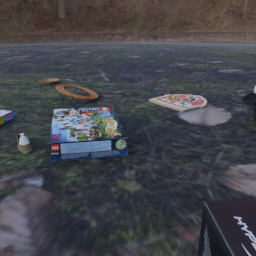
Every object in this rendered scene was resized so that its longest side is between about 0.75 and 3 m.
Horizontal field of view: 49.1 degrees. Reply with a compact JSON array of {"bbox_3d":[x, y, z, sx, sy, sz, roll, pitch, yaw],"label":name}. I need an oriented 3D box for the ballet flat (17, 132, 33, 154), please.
[{"bbox_3d":[-2.691,0.336,7.223,0.335,0.357,0.988,-10,23,-24],"label":"ballet flat"}]

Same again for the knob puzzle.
[{"bbox_3d":[2.241,-1.184,11.306,2.321,0.322,2.321,0,20,0],"label":"knob puzzle"}]

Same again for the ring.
[{"bbox_3d":[-2.132,-1.485,11.739,1.783,0.171,1.783,14,21,-5],"label":"ring"}]

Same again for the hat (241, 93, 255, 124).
[{"bbox_3d":[4.399,-0.393,8.607,1.920,0.775,1.920,5,30,-3],"label":"hat"}]

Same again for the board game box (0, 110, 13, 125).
[{"bbox_3d":[-4.507,-0.269,8.945,1.012,0.267,1.322,6,21,15],"label":"board game box"}]

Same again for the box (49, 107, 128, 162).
[{"bbox_3d":[-1.159,0.046,7.773,1.839,0.507,2.692,-4,21,-11],"label":"box"}]

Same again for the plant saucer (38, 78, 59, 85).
[{"bbox_3d":[-4.202,-2.464,14.878,1.081,0.191,1.081,0,21,0],"label":"plant saucer"}]

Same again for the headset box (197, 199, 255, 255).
[{"bbox_3d":[1.806,1.479,2.074,2.483,1.845,0.931,-1,22,-5],"label":"headset box"}]

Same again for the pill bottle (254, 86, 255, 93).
[{"bbox_3d":[5.785,-1.409,11.270,0.756,0.756,1.364,-4,20,-10],"label":"pill bottle"}]
